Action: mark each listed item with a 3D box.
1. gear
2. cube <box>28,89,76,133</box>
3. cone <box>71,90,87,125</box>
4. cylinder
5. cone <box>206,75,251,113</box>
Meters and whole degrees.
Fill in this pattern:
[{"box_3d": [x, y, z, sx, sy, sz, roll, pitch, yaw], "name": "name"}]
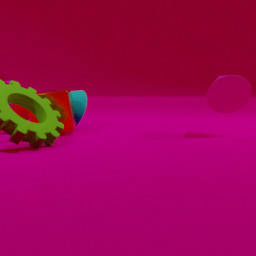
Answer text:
[{"box_3d": [-1.792, -0.258, 4.842, 1.397, 0.258, 1.397, 36, 23, -17], "name": "gear"}, {"box_3d": [-1.703, -0.378, 6.338, 0.889, 0.889, 0.889, -8, 10, -6], "name": "cube"}, {"box_3d": [-1.789, -0.647, 7.141, 1.071, 1.067, 1.067, 21, -8, -38], "name": "cone"}, {"box_3d": [-3.054, -0.619, 6.586, 1.218, 1.218, 1.218, -5, 22, -37], "name": "cylinder"}, {"box_3d": [2.105, -0.942, 6.165, 0.902, 0.902, 0.905, 0, 36, 2], "name": "cone"}]
